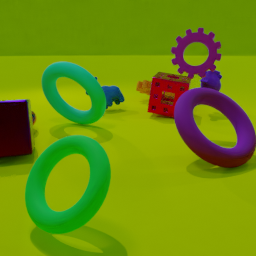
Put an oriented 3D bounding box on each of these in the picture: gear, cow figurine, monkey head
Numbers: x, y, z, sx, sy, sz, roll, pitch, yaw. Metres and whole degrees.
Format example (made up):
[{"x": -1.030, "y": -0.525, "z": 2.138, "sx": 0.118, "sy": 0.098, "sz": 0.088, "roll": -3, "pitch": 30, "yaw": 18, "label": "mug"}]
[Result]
[{"x": 1.214, "y": -1.652, "z": 11.934, "sx": 1.701, "sy": 0.315, "sz": 1.701, "roll": 9, "pitch": -4, "yaw": 1, "label": "gear"}, {"x": -0.870, "y": -1.349, "z": 10.177, "sx": 1.318, "sy": 1.297, "sz": 0.724, "roll": -24, "pitch": 0, "yaw": -35, "label": "cow figurine"}, {"x": 1.737, "y": -1.901, "z": 7.171, "sx": 1.240, "sy": 1.240, "sz": 0.229, "roll": 5, "pitch": 3, "yaw": 16, "label": "gear"}, {"x": 2.734, "y": -1.584, "z": 9.687, "sx": 0.976, "sy": 0.818, "sz": 1.357, "roll": 21, "pitch": -5, "yaw": 34, "label": "monkey head"}]

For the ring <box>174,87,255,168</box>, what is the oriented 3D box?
[{"x": 1.783, "y": -0.058, "z": 5.686, "sx": 1.854, "sy": 0.371, "sz": 1.854, "roll": 12, "pitch": 54, "yaw": -17, "label": "ring"}]

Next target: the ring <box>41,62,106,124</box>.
[{"x": -1.524, "y": -0.922, "z": 7.822, "sx": 2.007, "sy": 2.007, "sz": 0.401, "roll": 8, "pitch": 44, "yaw": 26, "label": "ring"}]

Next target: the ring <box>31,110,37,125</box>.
[{"x": -3.379, "y": -0.114, "z": 7.395, "sx": 1.876, "sy": 0.375, "sz": 1.876, "roll": -6, "pitch": 20, "yaw": 2, "label": "ring"}]

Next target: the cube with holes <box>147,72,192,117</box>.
[{"x": 1.409, "y": -1.131, "z": 9.388, "sx": 1.170, "sy": 1.170, "sz": 1.170, "roll": 12, "pitch": 23, "yaw": 12, "label": "cube with holes"}]

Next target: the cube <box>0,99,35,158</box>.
[{"x": -2.578, "y": -0.019, "z": 5.819, "sx": 1.091, "sy": 1.091, "sz": 1.091, "roll": -5, "pitch": 8, "yaw": -16, "label": "cube"}]

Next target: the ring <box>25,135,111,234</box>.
[{"x": -0.755, "y": 0.650, "z": 3.424, "sx": 1.221, "sy": 1.221, "sz": 0.244, "roll": 11, "pitch": -20, "yaw": 34, "label": "ring"}]
